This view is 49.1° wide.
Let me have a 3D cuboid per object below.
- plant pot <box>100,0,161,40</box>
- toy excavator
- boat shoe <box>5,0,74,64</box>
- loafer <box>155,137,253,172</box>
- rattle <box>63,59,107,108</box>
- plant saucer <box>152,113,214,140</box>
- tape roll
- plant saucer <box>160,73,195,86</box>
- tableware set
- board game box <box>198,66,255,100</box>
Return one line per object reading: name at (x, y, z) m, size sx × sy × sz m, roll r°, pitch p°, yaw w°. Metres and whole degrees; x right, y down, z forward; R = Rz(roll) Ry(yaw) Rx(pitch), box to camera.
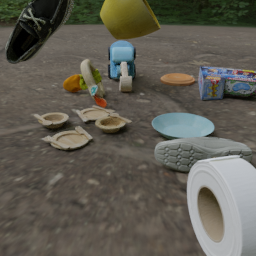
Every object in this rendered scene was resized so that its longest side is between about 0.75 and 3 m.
plant pot at (-0.058, -4.329, 10.642) m, size 1.654 × 2.330 × 2.330 m, roll -30°, pitch 18°, yaw 18°
toy excavator at (-0.260, -2.961, 13.325) m, size 1.443 × 2.809 × 2.889 m, roll -1°, pitch -3°, yaw -3°
boat shoe at (-2.074, -2.395, 6.486) m, size 0.838 × 2.369 × 0.754 m, roll 39°, pitch 29°, yaw -10°
loafer at (1.776, 0.602, 6.799) m, size 2.303 × 0.805 × 0.804 m, roll 5°, pitch 17°, yaw -2°
rattle at (-1.824, -1.481, 11.094) m, size 1.814 × 1.653 × 2.539 m, roll -11°, pitch 50°, yaw -1°
plant saucer at (1.633, 0.028, 8.452) m, size 1.848 × 0.356 × 1.848 m, roll 1°, pitch 24°, yaw 0°
tape roll at (1.489, 1.251, 4.286) m, size 0.568 × 1.625 × 1.625 m, roll -6°, pitch 25°, yaw -11°
plant saucer at (2.459, -2.431, 13.874) m, size 1.681 × 0.271 × 1.681 m, roll 1°, pitch 24°, yaw 0°
tableware set at (-1.439, -0.164, 8.884) m, size 2.909 × 0.337 × 2.430 m, roll -18°, pitch 30°, yaw -33°
board game box at (4.131, -1.862, 11.952) m, size 2.726 × 0.841 × 2.724 m, roll 11°, pitch 28°, yaw 22°
